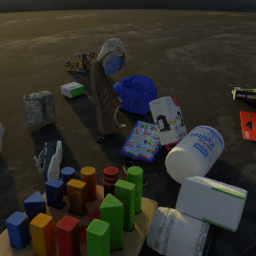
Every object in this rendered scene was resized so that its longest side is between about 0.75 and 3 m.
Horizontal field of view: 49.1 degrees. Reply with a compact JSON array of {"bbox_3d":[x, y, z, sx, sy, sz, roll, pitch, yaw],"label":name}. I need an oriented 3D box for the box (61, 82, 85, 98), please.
[{"bbox_3d":[-2.814,-1.960,14.244,0.792,0.434,0.897,23,36,34],"label":"box"}]

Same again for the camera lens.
[{"bbox_3d":[1.136,2.335,6.050,1.225,0.980,0.980,15,33,22],"label":"camera lens"}]

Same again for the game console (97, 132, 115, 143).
[{"bbox_3d":[-0.885,0.278,10.565,0.583,0.119,0.989,6,31,23],"label":"game console"}]

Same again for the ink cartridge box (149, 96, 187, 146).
[{"bbox_3d":[1.360,-0.250,9.243,0.608,1.469,1.070,-18,-3,30],"label":"ink cartridge box"}]

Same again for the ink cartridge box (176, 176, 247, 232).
[{"bbox_3d":[2.044,1.688,6.624,1.321,0.763,1.809,15,-1,26],"label":"ink cartridge box"}]

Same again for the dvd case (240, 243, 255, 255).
[{"bbox_3d":[2.894,3.046,5.644,1.846,0.147,1.372,-18,34,-29],"label":"dvd case"}]

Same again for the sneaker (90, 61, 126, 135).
[{"bbox_3d":[-0.704,-1.122,10.235,1.023,2.707,0.954,-7,14,5],"label":"sneaker"}]

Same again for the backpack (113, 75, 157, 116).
[{"bbox_3d":[0.216,-1.558,12.455,1.853,1.555,1.506,14,25,30],"label":"backpack"}]

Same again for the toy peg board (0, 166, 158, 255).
[{"bbox_3d":[-1.061,1.805,6.310,2.910,1.429,2.922,11,26,19],"label":"toy peg board"}]

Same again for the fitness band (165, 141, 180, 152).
[{"bbox_3d":[1.726,0.707,9.813,0.632,0.165,0.880,-28,39,-36],"label":"fitness band"}]

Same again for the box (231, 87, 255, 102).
[{"bbox_3d":[5.904,-1.506,12.879,2.047,0.504,2.120,6,14,16],"label":"box"}]

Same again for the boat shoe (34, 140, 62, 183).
[{"bbox_3d":[-2.447,1.004,8.599,0.674,0.816,2.178,-2,28,-6],"label":"boat shoe"}]

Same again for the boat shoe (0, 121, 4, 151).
[{"bbox_3d":[-5.033,0.450,9.827,0.963,0.776,2.077,-18,30,-4],"label":"boat shoe"}]

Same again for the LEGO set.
[{"bbox_3d":[-3.022,-4.439,17.836,1.634,1.231,2.125,18,34,29],"label":"LEGO set"}]

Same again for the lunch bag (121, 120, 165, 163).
[{"bbox_3d":[0.546,0.557,9.642,1.162,0.726,1.544,16,42,21],"label":"lunch bag"}]

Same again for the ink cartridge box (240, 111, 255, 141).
[{"bbox_3d":[5.711,-0.223,11.045,2.230,0.559,2.569,9,30,14],"label":"ink cartridge box"}]

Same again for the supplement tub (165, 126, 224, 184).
[{"bbox_3d":[2.085,0.790,8.591,1.211,1.211,1.835,18,34,29],"label":"supplement tub"}]

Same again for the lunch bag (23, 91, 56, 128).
[{"bbox_3d":[-3.558,-0.739,11.204,1.127,1.343,0.936,-12,29,-28],"label":"lunch bag"}]

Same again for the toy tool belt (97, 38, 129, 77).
[{"bbox_3d":[-0.776,-3.220,13.957,1.452,2.326,1.429,-27,74,-37],"label":"toy tool belt"}]

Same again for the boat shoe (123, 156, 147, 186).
[{"bbox_3d":[0.185,1.304,8.532,0.439,0.376,1.200,-12,33,-22],"label":"boat shoe"}]
